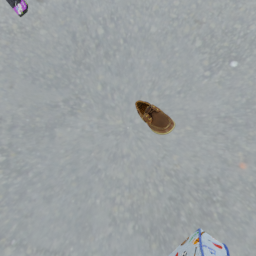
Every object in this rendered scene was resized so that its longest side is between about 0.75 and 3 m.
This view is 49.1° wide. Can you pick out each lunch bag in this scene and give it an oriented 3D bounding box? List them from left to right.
[{"bbox_3d":[0.868,2.641,4.414,0.715,1.517,1.893,34,102,4],"label":"lunch bag"}]

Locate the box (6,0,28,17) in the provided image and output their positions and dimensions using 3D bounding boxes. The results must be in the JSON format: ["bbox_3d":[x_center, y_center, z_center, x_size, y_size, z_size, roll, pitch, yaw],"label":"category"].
[{"bbox_3d":[-2.754,-3.179,6.127,0.254,1.407,1.006,-35,36,5],"label":"box"}]

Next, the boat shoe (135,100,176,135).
[{"bbox_3d":[0.470,-0.229,5.426,0.414,1.151,0.389,-46,126,-1],"label":"boat shoe"}]
